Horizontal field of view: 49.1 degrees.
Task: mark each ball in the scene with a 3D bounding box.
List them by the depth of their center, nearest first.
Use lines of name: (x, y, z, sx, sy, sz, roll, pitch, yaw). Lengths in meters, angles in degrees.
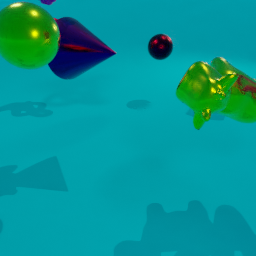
ball: (-1.366, -1.239, 3.805, 0.870, 0.870, 0.870, 0, 27, 0)
ball: (0.998, -2.496, 8.642, 0.787, 0.787, 0.787, 0, 27, 0)

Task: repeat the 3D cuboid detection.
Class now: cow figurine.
cow figurine: (1.389, -0.429, 3.873, 1.516, 0.832, 1.492, 24, 29, -10)

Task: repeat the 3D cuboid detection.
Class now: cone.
cone: (-0.675, -1.399, 5.102, 1.175, 1.170, 1.170, 15, 31, 33)

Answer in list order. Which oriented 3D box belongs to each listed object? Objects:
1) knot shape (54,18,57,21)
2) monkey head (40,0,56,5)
knot shape: (-2.274, -2.678, 8.293, 1.595, 0.737, 1.493, -13, 65, 20)
monkey head: (-2.318, -3.982, 8.124, 0.812, 0.680, 1.129, 24, 0, 37)
